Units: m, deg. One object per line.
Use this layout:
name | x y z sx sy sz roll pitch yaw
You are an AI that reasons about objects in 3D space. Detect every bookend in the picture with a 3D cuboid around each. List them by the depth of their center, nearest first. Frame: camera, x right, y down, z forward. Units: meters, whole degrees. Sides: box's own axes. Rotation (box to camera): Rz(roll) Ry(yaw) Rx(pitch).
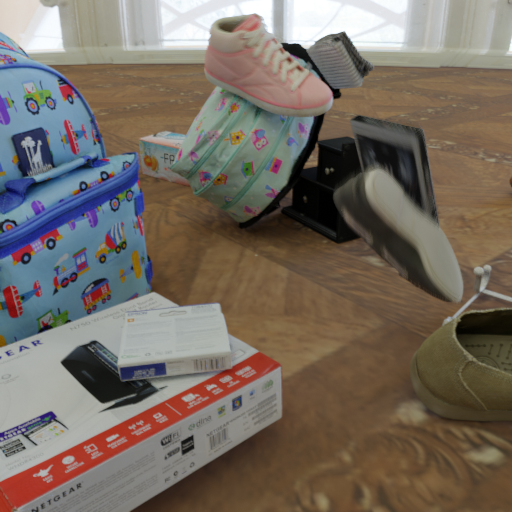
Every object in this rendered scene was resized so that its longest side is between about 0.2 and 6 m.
bookend | 1.414 -1.533 11.095 0.901 1.956 1.944 -15 30 -29

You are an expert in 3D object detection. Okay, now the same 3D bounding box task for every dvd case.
dvd case | 2.333 -1.349 9.394 0.240 1.940 1.458 -35 36 -19

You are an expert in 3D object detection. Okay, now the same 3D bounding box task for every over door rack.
over door rack | 3.624 0.776 7.715 1.526 0.688 2.065 20 32 30

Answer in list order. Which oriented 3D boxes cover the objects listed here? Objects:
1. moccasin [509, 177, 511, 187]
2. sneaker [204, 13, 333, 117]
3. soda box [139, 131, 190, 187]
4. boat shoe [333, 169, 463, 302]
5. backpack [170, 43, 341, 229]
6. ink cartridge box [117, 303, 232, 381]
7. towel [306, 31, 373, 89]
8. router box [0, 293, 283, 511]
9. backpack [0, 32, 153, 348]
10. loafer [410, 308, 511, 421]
moccasin | 6.901 -1.744 12.810 2.127 0.821 0.778 2 26 4
sneaker | 0.194 -3.235 9.362 2.412 1.261 0.908 25 54 15
soda box | -1.475 -2.317 13.831 3.047 0.969 1.042 19 32 32
boat shoe | 1.851 -0.201 7.137 0.647 2.269 0.759 -15 39 46
backpack | -0.090 -2.360 11.258 2.309 3.044 3.648 30 50 -13
ink cartridge box | -0.857 0.877 5.894 1.113 0.226 1.116 -5 22 -7
towel | 1.526 -3.571 10.194 0.487 0.943 1.139 -43 24 -7
router box | -1.533 1.448 5.774 2.730 0.667 2.451 -21 28 -38
backpack | -3.314 -0.864 7.359 2.685 3.991 3.643 14 28 27
loafer | 3.505 1.153 6.066 3.487 1.176 1.326 -7 55 2
